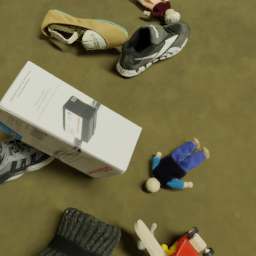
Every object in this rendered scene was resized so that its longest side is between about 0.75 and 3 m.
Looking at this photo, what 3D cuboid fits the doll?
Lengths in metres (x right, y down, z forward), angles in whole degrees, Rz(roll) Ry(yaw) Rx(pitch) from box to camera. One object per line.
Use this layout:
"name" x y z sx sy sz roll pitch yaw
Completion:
"doll" 1.236 1.041 7.224 1.846 0.447 1.260 -33 61 -14

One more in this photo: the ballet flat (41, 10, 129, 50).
"ballet flat" -1.434 -2.925 8.858 2.961 1.016 0.933 20 67 19

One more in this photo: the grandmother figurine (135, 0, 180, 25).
"grandmother figurine" 1.010 -4.178 9.660 1.136 0.567 1.873 -43 69 -8

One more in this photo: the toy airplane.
"toy airplane" 0.879 2.968 5.892 1.792 1.270 1.799 21 48 -25

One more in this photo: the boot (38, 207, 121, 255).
"boot" -1.795 2.720 6.049 2.922 1.099 2.184 19 73 -3

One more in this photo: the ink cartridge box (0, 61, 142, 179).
"ink cartridge box" -1.379 0.009 6.333 2.727 1.978 1.141 31 66 -17

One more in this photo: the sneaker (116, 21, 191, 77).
"sneaker" 0.881 -2.663 8.521 2.830 1.280 0.940 -34 70 -15

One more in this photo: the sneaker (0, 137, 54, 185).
"sneaker" -2.854 0.543 6.866 2.685 1.528 1.013 -30 67 -13
